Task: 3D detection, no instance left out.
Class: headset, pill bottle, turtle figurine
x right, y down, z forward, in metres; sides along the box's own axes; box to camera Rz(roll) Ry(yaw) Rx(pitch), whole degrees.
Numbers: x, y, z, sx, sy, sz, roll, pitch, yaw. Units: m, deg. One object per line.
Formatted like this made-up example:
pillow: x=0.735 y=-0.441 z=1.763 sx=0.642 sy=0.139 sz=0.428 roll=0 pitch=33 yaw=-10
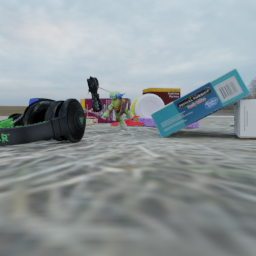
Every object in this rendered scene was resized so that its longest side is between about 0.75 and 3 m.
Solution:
headset: x=-1.455 y=-0.330 z=5.534 sx=1.549 sy=1.179 sz=2.508 roll=4 pitch=16 yaw=41
pill bottle: x=0.851 y=-0.897 z=13.816 sx=1.410 sy=1.410 sz=2.508 roll=0 pitch=3 yaw=-7
turtle figurine: x=-0.522 y=-0.715 z=9.621 sx=1.466 sy=1.422 sz=1.055 roll=-16 pitch=42 yaw=19

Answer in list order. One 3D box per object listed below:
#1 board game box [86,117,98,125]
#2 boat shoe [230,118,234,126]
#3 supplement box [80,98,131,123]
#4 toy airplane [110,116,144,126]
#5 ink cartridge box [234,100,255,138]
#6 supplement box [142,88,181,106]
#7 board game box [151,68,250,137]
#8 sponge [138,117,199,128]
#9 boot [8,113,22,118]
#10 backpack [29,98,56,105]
board game box: x=-2.365 y=-0.325 z=12.854 sx=1.570 sy=0.364 sz=1.190 roll=-2 pitch=4 yaw=-35
boat shoe: x=4.575 y=-0.256 z=11.979 sx=0.376 sy=0.328 sz=1.022 roll=2 pitch=4 yaw=32
supplement box: x=-1.189 y=-0.980 z=15.671 sx=2.657 sy=1.371 sz=1.739 roll=0 pitch=3 yaw=3
toy airplane: x=0.047 y=-0.301 z=11.950 sx=1.512 sy=0.278 sz=1.512 roll=-6 pitch=12 yaw=1
ink cartridge box: x=3.468 y=-0.209 z=6.228 sx=2.004 sy=0.861 sz=1.468 roll=-2 pitch=2 yaw=16
supplement box: x=1.940 y=-1.320 z=16.408 sx=1.931 sy=1.957 sz=1.300 roll=-1 pitch=3 yaw=-16
board game box: x=1.886 y=-0.582 z=7.229 sx=2.039 sy=0.634 sz=2.700 roll=-28 pitch=-6 yaw=17
sponge: x=1.536 y=-0.254 z=11.267 sx=1.470 sy=0.393 sz=2.635 roll=-2 pitch=4 yaw=-18
boot: x=-4.146 y=-0.367 z=11.780 sx=1.425 sy=0.544 sz=1.197 roll=-6 pitch=-1 yaw=8
backpack: x=-3.240 y=-0.632 z=11.322 sx=1.346 sy=1.129 sz=1.093 roll=6 pitch=8 yaw=-39
